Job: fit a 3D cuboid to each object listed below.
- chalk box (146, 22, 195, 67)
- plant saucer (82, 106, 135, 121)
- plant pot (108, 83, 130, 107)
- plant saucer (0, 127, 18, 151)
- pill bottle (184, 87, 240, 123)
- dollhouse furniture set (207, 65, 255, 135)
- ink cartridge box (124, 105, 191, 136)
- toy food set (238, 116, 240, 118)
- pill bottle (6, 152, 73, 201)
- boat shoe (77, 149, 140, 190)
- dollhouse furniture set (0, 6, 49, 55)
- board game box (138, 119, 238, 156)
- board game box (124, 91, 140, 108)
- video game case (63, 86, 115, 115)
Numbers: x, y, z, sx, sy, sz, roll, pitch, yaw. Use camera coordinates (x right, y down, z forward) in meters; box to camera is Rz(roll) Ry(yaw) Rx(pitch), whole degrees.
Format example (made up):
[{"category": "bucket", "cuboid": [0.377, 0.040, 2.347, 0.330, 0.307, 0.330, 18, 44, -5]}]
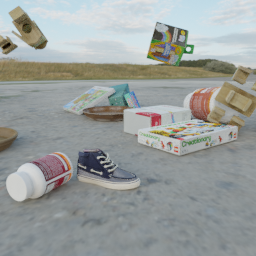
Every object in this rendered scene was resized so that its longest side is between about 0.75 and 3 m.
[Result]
[{"category": "chalk box", "cuboid": [2.048, -3.831, 13.049, 2.028, 1.266, 1.257, 16, -31, -1]}, {"category": "plant saucer", "cuboid": [-0.887, -0.719, 13.760, 2.694, 0.432, 2.694, 1, 12, 0]}, {"category": "plant pot", "cuboid": [-0.549, -1.673, 16.052, 1.203, 1.202, 1.702, -9, 22, 11]}, {"category": "plant saucer", "cuboid": [-4.880, 0.423, 8.679, 2.769, 0.408, 2.769, 1, 12, 0]}, {"category": "pill bottle", "cuboid": [3.609, -1.050, 12.464, 1.491, 1.491, 2.658, -4, 6, -18]}, {"category": "dollhouse furniture set", "cuboid": [4.620, -0.868, 10.610, 2.543, 2.229, 1.689, 29, 20, 7]}, {"category": "ink cartridge box", "cuboid": [1.134, -0.283, 10.699, 2.136, 0.885, 1.557, -9, 16, -37]}, {"category": "toy food set", "cuboid": [4.553, -0.536, 12.979, 0.890, 0.494, 1.513, 27, 9, -19]}, {"category": "pill bottle", "cuboid": [-1.733, 0.959, 5.580, 0.698, 0.698, 1.236, 6, 13, 27]}, {"category": "boat shoe", "cuboid": [-0.462, 0.854, 6.042, 1.502, 0.697, 0.561, 4, 13, 21]}, {"category": "dollhouse furniture set", "cuboid": [-3.393, -2.692, 8.558, 1.453, 0.914, 1.643, -34, 8, 1]}, {"category": "board game box", "cuboid": [2.016, 0.222, 9.298, 2.902, 0.502, 1.832, -10, 15, -37]}, {"category": "board game box", "cuboid": [0.263, -1.486, 15.697, 0.314, 1.063, 1.398, -22, 7, 16]}, {"category": "video game case", "cuboid": [-2.216, -1.604, 15.662, 2.450, 0.270, 2.230, -37, 28, -22]}]
